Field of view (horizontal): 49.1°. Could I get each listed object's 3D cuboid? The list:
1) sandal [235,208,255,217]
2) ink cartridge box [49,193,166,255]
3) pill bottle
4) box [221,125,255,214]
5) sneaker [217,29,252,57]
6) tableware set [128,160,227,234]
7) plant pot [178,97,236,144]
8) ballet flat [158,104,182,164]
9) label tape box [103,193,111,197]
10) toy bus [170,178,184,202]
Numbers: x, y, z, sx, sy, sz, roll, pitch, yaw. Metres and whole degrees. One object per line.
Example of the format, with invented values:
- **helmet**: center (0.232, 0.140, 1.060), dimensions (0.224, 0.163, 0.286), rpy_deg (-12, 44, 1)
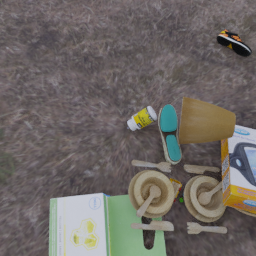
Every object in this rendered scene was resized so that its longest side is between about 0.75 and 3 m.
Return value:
- **sandal**: center (3.761, 2.123, 7.545), dimensions (2.566, 0.844, 0.941), rpy_deg (-1, 45, -8)
- **ink cartridge box**: center (-0.538, 2.719, 7.125), dimensions (2.846, 0.682, 2.071), rpy_deg (-8, 67, 7)
- **pill bottle**: center (0.427, -0.269, 8.636), dimensions (0.854, 0.480, 0.480), rpy_deg (-32, 66, 18)
- **box**: center (3.527, 0.961, 7.711), dimensions (1.764, 0.615, 2.963), rpy_deg (14, 46, 4)
- **sneaker**: center (3.966, -3.160, 10.196), dimensions (1.372, 0.480, 0.617), rpy_deg (35, 73, 17)
- **tableware set**: center (1.438, 1.773, 7.432), dimensions (2.849, 0.571, 1.883), rpy_deg (7, 64, -14)
- **plant pot**: center (1.995, -0.135, 7.137), dimensions (1.321, 1.231, 1.231), rpy_deg (6, 65, 12)
- **ballet flat**: center (1.188, 0.200, 8.383), dimensions (0.611, 0.565, 1.811), rpy_deg (-1, 75, -11)
- **label tape box**: center (-0.521, 2.228, 7.805), dimensions (0.819, 0.259, 0.590), rpy_deg (26, 68, 11)
- **toy bus**: center (1.221, 1.796, 7.935), dimensions (0.727, 0.376, 0.686), rpy_deg (-22, 100, 2)
